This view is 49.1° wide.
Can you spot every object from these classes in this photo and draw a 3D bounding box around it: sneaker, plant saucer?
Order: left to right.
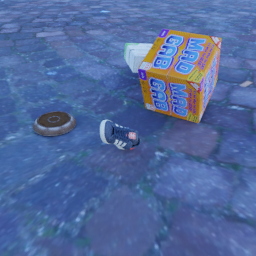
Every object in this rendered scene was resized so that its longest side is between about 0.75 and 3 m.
[{"bbox_3d":[-2.247,-0.197,8.544,1.306,0.209,1.306,1,31,-1],"label":"plant saucer"},{"bbox_3d":[-0.128,0.172,6.956,0.666,0.590,1.575,-1,-13,23],"label":"sneaker"}]

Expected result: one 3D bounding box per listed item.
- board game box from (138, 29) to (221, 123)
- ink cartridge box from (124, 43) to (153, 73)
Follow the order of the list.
[{"bbox_3d":[1.629,-1.615,8.690,1.855,1.854,1.856,18,62,23],"label":"board game box"},{"bbox_3d":[0.599,-2.727,10.863,1.189,0.687,1.635,-1,33,-13],"label":"ink cartridge box"}]
